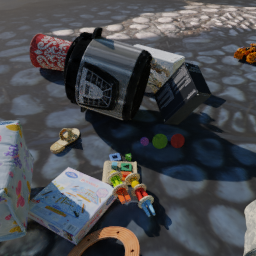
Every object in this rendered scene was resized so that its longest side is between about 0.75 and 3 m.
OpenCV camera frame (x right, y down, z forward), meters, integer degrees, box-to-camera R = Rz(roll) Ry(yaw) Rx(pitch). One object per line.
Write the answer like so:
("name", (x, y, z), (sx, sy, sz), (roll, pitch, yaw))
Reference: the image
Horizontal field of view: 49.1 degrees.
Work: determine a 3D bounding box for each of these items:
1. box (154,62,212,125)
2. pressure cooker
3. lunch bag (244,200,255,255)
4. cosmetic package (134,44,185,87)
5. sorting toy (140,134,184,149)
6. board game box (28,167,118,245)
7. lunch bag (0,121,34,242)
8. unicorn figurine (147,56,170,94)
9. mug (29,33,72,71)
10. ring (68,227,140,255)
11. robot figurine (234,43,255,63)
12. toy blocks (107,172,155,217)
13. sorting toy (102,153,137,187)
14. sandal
("box", (1.535, -0.956, 8.161), (0.612, 1.553, 1.096), (6, 56, -31))
("pressure cooker", (-0.786, -1.626, 8.946), (2.689, 2.402, 2.365), (19, 75, 8))
("lunch bag", (2.681, 1.928, 5.182), (0.931, 1.121, 1.336), (44, 40, -10))
("cosmetic package", (1.041, -2.536, 11.467), (2.382, 1.211, 0.882), (27, 43, 32))
("sorting toy", (0.972, 0.336, 8.145), (1.262, 0.438, 0.435), (-1, 12, -6))
("board game box", (-1.237, 1.629, 6.204), (1.478, 0.304, 1.475), (18, 39, 28))
("lunch bag", (-3.415, 1.181, 5.680), (2.630, 1.672, 2.230), (-9, 38, -8))
("unicorn figurine", (0.476, -2.046, 10.468), (1.787, 2.602, 0.961), (36, 57, -1))
("mug", (-2.854, -3.332, 12.426), (2.219, 1.480, 1.969), (14, 39, 13))
("ring", (-0.480, 2.359, 4.970), (1.499, 0.144, 1.499), (-19, 20, 7))
("robot figurine", (6.050, -3.673, 13.660), (1.862, 0.542, 1.350), (-30, 46, -35))
("toy blocks", (0.103, 1.481, 6.174), (0.894, 0.390, 1.073), (9, 31, -35))
("sorting toy", (-0.202, 1.093, 7.103), (0.871, 0.211, 1.548), (0, 35, 0))
("sandal", (-1.819, 0.223, 8.178), (0.458, 0.410, 1.248), (14, 37, 20))
